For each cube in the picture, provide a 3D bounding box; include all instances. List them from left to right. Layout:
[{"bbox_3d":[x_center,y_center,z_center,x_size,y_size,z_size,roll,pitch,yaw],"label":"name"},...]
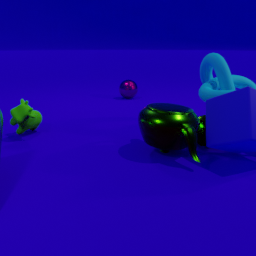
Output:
[{"bbox_3d":[2.042,-0.090,5.011,0.911,0.911,0.911,13,-17,-32],"label":"cube"}]

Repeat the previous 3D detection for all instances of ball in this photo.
[{"bbox_3d":[0.016,-1.499,10.823,0.735,0.735,0.735,0,17,0],"label":"ball"}]

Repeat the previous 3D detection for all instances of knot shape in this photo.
[{"bbox_3d":[2.384,-0.856,6.612,1.995,0.922,1.867,44,26,4],"label":"knot shape"}]

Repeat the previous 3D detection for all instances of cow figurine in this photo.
[{"bbox_3d":[-2.297,-0.268,6.436,0.944,0.527,0.960,-41,-10,27],"label":"cow figurine"}]

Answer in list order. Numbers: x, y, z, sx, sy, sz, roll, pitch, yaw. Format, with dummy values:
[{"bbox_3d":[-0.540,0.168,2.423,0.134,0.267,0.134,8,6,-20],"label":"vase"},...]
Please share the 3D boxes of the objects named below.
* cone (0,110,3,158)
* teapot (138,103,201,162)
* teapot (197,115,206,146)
[{"bbox_3d":[-2.182,0.594,3.848,1.636,1.636,1.642,-17,50,-44],"label":"cone"},{"bbox_3d":[0.793,0.048,5.380,1.178,0.927,1.894,-4,18,-27],"label":"teapot"},{"bbox_3d":[1.600,0.097,5.834,1.125,0.699,0.551,-10,40,14],"label":"teapot"}]
